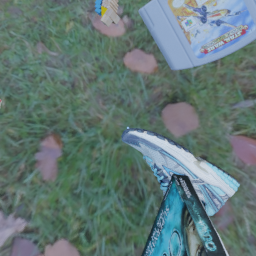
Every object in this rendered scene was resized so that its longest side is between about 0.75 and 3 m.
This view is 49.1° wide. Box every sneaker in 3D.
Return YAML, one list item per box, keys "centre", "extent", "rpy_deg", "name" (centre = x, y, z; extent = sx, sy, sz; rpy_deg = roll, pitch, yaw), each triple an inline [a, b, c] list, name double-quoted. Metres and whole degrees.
- centre: [1.001, 0.980, 6.096]
  extent: [2.809, 1.090, 1.212]
  rpy_deg: [30, 92, -2]
  name: "sneaker"

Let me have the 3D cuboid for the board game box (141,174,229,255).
- centre: [0.740, 2.429, 4.848]
  extent: [0.381, 1.832, 2.709]
  rpy_deg: [10, 114, -12]
  name: "board game box"

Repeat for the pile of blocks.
- centre: [-0.465, -2.896, 6.455]
  extent: [0.591, 0.448, 1.440]
  rpy_deg: [-6, 72, 26]
  name: "pile of blocks"

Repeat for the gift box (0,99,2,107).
- centre: [-3.149, 0.082, 4.765]
  extent: [1.317, 1.333, 1.427]
  rpy_deg: [26, 32, -4]
  name: "gift box"

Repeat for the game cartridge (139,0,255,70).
- centre: [1.692, -2.306, 5.624]
  extent: [2.655, 0.551, 1.768]
  rpy_deg: [-23, 103, 35]
  name: "game cartridge"
